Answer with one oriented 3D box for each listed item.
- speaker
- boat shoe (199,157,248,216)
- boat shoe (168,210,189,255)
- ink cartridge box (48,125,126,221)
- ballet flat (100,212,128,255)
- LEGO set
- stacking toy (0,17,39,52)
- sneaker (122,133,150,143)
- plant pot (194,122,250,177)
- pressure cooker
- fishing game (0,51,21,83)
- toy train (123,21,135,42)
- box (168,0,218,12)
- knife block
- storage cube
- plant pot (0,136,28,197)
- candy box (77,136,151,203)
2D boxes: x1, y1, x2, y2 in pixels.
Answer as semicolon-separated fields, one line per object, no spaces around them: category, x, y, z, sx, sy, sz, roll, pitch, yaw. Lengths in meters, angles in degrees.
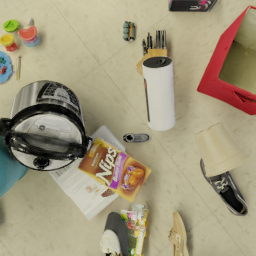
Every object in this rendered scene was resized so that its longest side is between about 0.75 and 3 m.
speaker;1.057;-1.119;9.319;0.975;0.975;2.400;-9;126;0
boat shoe;3.637;2.131;10.513;0.965;0.833;2.657;-32;89;-1
boat shoe;1.849;4.122;10.529;0.637;0.703;1.974;-10;90;-1
ink cartridge box;-1.174;1.656;10.655;2.764;0.602;2.399;-40;90;-2
ballet flat;-0.497;4.623;10.281;1.058;1.058;2.897;-7;89;0
LEGO set;0.120;3.977;10.393;1.005;1.242;2.701;8;105;13
stacking toy;-4.205;-3.616;10.972;1.426;0.602;1.291;-11;62;-3
sneaker;0.317;0.388;10.674;1.081;0.615;0.408;-2;88;0
plant pot;2.727;0.586;8.557;1.425;1.425;1.304;-27;84;-1
pressure cooker;-2.621;0.030;9.235;2.489;2.830;2.528;-22;126;1
fishing game;-5.237;-2.383;10.924;1.961;0.305;1.404;9;86;0
toy train;0.035;-3.773;10.951;0.456;0.341;0.801;0;88;-9
box;2.424;-5.030;10.620;1.671;1.022;0.886;0;88;0
knife block;1.233;-2.610;10.727;2.070;0.662;1.817;45;90;2
storage cube;4.237;-2.096;9.752;2.483;2.611;2.905;24;89;0
plant pot;-4.861;1.182;9.372;2.873;2.700;2.873;1;95;16
candy box;-0.477;1.459;10.048;2.300;0.649;1.342;31;89;3
